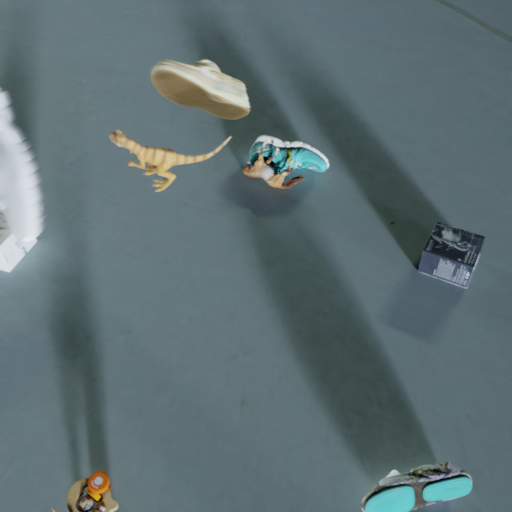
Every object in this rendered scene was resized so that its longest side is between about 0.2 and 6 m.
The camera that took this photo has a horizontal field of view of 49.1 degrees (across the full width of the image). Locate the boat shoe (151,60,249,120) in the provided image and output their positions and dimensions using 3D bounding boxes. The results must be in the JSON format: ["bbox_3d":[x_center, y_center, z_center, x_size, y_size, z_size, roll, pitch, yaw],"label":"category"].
[{"bbox_3d":[-1.062,-3.381,10.955,0.869,0.783,2.410,-11,-12,40],"label":"boat shoe"}]

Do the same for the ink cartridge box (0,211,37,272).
[{"bbox_3d":[-5.044,-0.307,11.212,0.713,0.701,0.969,12,46,12],"label":"ink cartridge box"}]

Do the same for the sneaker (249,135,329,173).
[{"bbox_3d":[0.765,-2.251,13.353,1.981,0.768,0.789,14,64,21],"label":"sneaker"}]

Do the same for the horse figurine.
[{"bbox_3d":[0.394,-1.987,12.991,1.461,0.365,0.968,38,100,19],"label":"horse figurine"}]

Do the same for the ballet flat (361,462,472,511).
[{"bbox_3d":[2.165,3.225,7.814,1.613,0.580,0.580,-9,45,-9],"label":"ballet flat"}]

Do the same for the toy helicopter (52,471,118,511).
[{"bbox_3d":[-2.194,3.562,7.462,0.794,0.473,1.200,-19,57,-24],"label":"toy helicopter"}]

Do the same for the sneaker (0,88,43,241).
[{"bbox_3d":[-4.077,-1.521,8.379,1.196,1.090,2.918,-23,90,-16],"label":"sneaker"}]

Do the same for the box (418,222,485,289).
[{"bbox_3d":[3.837,-0.028,11.007,0.984,0.620,1.001,19,47,21],"label":"box"}]

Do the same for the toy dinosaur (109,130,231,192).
[{"bbox_3d":[-1.230,-1.336,7.817,1.635,0.868,0.494,5,57,-20],"label":"toy dinosaur"}]
